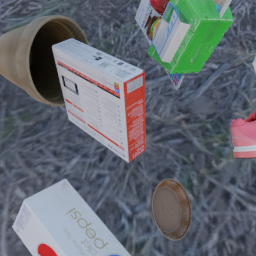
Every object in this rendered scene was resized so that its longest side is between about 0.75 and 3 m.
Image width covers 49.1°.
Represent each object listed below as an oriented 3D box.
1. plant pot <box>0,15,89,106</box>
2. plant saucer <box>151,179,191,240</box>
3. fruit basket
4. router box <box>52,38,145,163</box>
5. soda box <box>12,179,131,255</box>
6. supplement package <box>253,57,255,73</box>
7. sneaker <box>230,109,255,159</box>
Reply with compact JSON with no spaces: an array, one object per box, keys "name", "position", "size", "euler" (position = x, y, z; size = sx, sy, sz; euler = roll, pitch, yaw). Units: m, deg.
[{"name":"plant pot","position":[-2.049,-1.534,6.260],"size":[1.629,1.877,1.877],"euler":[14,60,27]},{"name":"plant saucer","position":[0.674,1.315,4.551],"size":[0.956,0.175,0.956],"euler":[19,61,-37]},{"name":"fruit basket","position":[0.884,-2.508,5.931],"size":[1.215,2.401,2.592],"euler":[-15,63,-27]},{"name":"router box","position":[-0.561,-0.559,5.466],"size":[0.495,1.820,2.028],"euler":[-34,50,-31]},{"name":"soda box","position":[-0.712,2.398,4.964],"size":[2.965,0.944,1.010],"euler":[45,36,16]},{"name":"supplement package","position":[3.373,-1.382,6.259],"size":[0.727,0.945,0.988],"euler":[-5,36,42]},{"name":"sneaker","position":[3.131,-0.085,5.875],"size":[2.203,0.812,0.956],"euler":[-18,90,-15]}]
